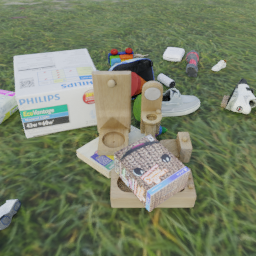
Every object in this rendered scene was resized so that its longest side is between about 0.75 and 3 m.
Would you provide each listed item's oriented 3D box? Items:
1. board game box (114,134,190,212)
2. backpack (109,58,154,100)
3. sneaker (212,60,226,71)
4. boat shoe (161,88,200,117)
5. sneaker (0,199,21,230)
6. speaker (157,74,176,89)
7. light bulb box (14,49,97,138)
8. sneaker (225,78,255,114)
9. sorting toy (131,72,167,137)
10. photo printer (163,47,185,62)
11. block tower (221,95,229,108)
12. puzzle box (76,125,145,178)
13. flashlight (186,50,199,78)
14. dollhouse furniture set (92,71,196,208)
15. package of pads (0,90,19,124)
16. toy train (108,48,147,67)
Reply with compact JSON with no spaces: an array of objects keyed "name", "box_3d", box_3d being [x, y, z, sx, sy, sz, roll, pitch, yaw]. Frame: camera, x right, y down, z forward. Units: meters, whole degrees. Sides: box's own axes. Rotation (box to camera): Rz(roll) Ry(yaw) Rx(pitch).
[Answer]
[{"name":"board game box","box_3d":[0.573,1.106,7.283,1.250,0.759,1.567,-27,50,-25]},{"name":"backpack","box_3d":[0.069,-2.061,12.108,1.903,1.742,1.399,-13,15,-14]},{"name":"sneaker","box_3d":[4.885,-3.395,15.039,1.087,0.460,0.396,-30,46,-33]},{"name":"boat shoe","box_3d":[1.711,-1.068,11.252,2.671,0.951,0.932,-9,36,-13]},{"name":"sneaker","box_3d":[-3.163,2.217,7.153,0.428,0.366,0.983,-2,26,18]},{"name":"speaker","box_3d":[1.845,-2.260,13.454,0.396,0.396,0.975,-19,39,-25]},{"name":"light bulb box","box_3d":[-2.671,-1.464,10.790,2.973,1.872,3.000,-11,43,-14]},{"name":"sneaker","box_3d":[4.857,-1.259,11.752,1.071,0.897,2.420,26,43,13]},{"name":"sorting toy","box_3d":[0.797,-0.896,10.734,0.998,1.005,2.897,2,54,-32]},{"name":"photo printer","box_3d":[2.652,-4.251,16.257,1.083,0.452,1.302,12,37,14]},{"name":"block tower","box_3d":[4.157,-1.138,12.004,0.230,0.215,0.797,16,37,20]},{"name":"puzzle box","box_3d":[-0.364,0.638,9.382,1.532,0.293,2.303,28,44,34]},{"name":"flashlight","box_3d":[3.396,-3.464,14.899,0.732,0.734,2.161,8,35,12]},{"name":"dollhouse furniture set","box_3d":[0.381,0.254,7.689,2.797,2.397,2.941,0,45,0]},{"name":"package of pads","box_3d":[-5.698,-0.908,11.188,2.243,0.765,1.733,10,36,14]},{"name":"toy train","box_3d":[0.163,-3.540,14.920,2.279,0.965,1.319,-7,46,-10]}]
